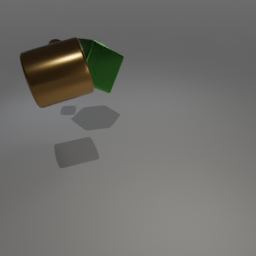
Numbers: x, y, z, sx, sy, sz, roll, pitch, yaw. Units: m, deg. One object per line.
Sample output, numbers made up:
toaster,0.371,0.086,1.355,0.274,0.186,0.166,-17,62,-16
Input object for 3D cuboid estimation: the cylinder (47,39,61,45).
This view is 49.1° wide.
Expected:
cylinder,-2.623,-2.754,10.157,0.700,0.700,0.700,-2,42,-3

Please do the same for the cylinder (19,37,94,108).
cylinder,-1.707,-1.345,6.867,1.400,1.400,1.400,-19,35,-8

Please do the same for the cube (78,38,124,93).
cube,-1.274,-2.215,9.930,1.400,1.400,1.400,18,5,-42
